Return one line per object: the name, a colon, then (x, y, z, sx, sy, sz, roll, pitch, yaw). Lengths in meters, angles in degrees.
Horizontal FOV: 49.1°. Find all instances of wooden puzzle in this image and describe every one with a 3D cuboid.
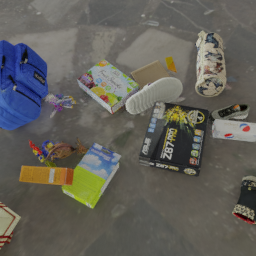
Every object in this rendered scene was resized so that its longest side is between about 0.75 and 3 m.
wooden puzzle: (1.019, -2.179, 11.975, 2.355, 0.275, 1.589, -20, 55, 0)

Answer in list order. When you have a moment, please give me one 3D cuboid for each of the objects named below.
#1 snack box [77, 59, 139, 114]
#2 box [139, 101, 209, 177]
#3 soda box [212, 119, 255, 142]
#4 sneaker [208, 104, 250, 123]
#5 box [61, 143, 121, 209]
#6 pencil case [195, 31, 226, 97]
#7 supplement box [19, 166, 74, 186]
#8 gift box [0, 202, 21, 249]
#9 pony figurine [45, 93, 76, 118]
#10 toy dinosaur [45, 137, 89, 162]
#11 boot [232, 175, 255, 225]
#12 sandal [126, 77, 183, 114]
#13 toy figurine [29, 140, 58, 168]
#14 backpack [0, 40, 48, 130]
snack box: (-0.820, -1.745, 11.502, 1.522, 0.567, 2.140, -41, 64, -19)
box: (1.709, 0.304, 10.110, 2.094, 0.638, 2.597, 11, 56, 14)
soda box: (3.978, 0.092, 10.373, 1.577, 0.502, 0.537, 7, 56, 4)
sneaker: (3.880, -0.618, 10.772, 1.652, 0.655, 0.611, -13, 58, -7)
box: (-1.170, 1.544, 9.401, 1.183, 0.462, 1.939, 25, 59, 16)
pencil case: (3.424, -2.709, 11.830, 1.337, 1.163, 2.989, 24, 54, -20)
supplement box: (-2.501, 1.458, 8.610, 1.590, 0.529, 0.547, -1, 76, 16)
gift box: (-4.433, 2.826, 7.788, 1.776, 1.797, 1.924, 33, 81, 19)
pony figurine: (-2.708, -0.972, 10.994, 1.127, 0.938, 1.088, 0, 24, 4)
toy dinosaur: (-2.131, 0.709, 9.563, 1.054, 1.556, 0.668, -15, 87, 32)
boot: (4.322, 2.438, 8.680, 1.911, 0.690, 1.443, 23, 61, 22)
sandal: (1.000, -1.391, 11.237, 2.554, 1.039, 0.628, -22, 27, -15)
toy figurine: (-2.709, 0.790, 9.791, 0.857, 0.754, 1.430, -35, 63, -27)
backpack: (-4.181, -1.514, 10.125, 2.335, 2.261, 2.783, -20, 60, 22)
